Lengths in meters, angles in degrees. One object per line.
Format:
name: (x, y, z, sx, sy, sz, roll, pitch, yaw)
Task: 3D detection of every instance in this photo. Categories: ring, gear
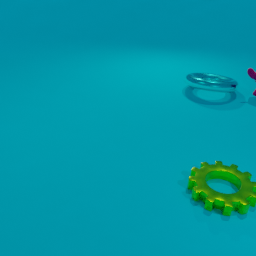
ring: (3.137, -1.726, 10.558, 1.999, 0.400, 1.999, 5, 20, -2)
gear: (2.014, 1.234, 5.978, 1.419, 0.262, 1.419, 0, 30, 0)

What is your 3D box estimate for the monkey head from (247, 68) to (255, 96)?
monkey head: (4.746, -1.570, 9.775, 1.344, 0.967, 0.810, 31, 6, 21)
